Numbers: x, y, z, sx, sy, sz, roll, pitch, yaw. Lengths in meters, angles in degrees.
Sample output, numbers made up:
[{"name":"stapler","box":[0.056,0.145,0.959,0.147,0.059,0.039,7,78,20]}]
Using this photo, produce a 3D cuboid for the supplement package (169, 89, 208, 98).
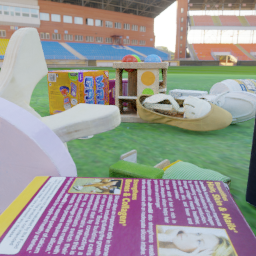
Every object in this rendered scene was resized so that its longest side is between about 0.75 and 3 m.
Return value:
[{"name":"supplement package","box":[2.493,-1.139,11.717,1.417,0.828,0.831,8,16,31]}]

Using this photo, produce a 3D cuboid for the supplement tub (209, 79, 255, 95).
[{"name":"supplement tub","box":[4.319,-1.271,11.192,1.838,1.329,1.329,-6,15,-28]}]

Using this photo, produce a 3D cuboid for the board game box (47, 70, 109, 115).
[{"name":"board game box","box":[-1.900,-1.382,10.897,1.676,1.675,1.675,9,16,34]}]

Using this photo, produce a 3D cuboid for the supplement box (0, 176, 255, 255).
[{"name":"supplement box","box":[-0.036,1.056,2.226,1.854,0.957,1.213,1,13,4]}]

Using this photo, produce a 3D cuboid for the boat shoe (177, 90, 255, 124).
[{"name":"boat shoe","box":[2.675,-0.641,9.028,3.027,1.118,1.291,4,13,27]}]

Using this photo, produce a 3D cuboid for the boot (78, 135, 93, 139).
[{"name":"boot","box":[-1.199,-0.306,8.241,0.662,0.822,1.820,-1,13,-5]}]

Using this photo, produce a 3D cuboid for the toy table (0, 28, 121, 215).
[{"name":"toy table","box":[-1.606,0.030,3.966,2.745,2.524,1.608,17,34,18]}]

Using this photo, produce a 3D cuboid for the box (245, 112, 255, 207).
[{"name":"box","box":[3.054,0.210,3.904,2.460,1.826,1.317,-8,16,-29]}]

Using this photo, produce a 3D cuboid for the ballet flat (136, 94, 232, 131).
[{"name":"ballet flat","box":[1.499,-0.521,8.194,2.913,0.918,1.000,6,51,30]}]

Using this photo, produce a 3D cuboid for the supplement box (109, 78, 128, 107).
[{"name":"supplement box","box":[0.025,-1.720,13.369,2.323,1.199,1.520,8,16,31]}]

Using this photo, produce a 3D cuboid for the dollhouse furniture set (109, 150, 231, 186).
[{"name":"dollhouse furniture set","box":[0.620,0.656,4.022,1.182,0.913,2.365,10,17,34]}]

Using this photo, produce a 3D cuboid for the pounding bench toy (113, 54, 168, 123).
[{"name":"pounding bench toy","box":[0.578,-1.595,10.554,1.792,2.251,2.886,2,14,8]}]
